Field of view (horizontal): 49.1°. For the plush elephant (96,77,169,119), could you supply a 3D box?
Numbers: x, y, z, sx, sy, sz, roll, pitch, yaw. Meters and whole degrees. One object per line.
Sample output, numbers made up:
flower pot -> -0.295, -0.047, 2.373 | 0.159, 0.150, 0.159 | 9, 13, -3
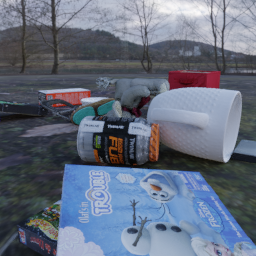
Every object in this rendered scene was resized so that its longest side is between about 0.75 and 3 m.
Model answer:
plush elephant -> 0.113, -0.663, 9.859 | 2.632, 2.038, 2.168 | 4, 1, -5

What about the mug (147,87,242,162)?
mug -> 1.720, -0.236, 8.056 | 2.412, 2.031, 2.751 | 11, 3, 30

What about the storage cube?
storage cube -> 3.488, -1.916, 14.939 | 2.108, 2.217, 2.466 | 10, 18, 34

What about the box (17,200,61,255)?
box -> -0.697, 1.676, 4.505 | 1.780, 0.336, 1.216 | 9, 17, 31

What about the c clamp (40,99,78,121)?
c clamp -> -3.369, -0.971, 14.467 | 2.110, 0.335, 2.470 | 23, 18, 9

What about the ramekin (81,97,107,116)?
ramekin -> -1.620, -1.102, 14.621 | 1.609, 0.784, 1.609 | 0, 15, 0

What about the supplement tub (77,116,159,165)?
supplement tub -> -0.223, 0.345, 7.797 | 2.130, 1.305, 1.305 | 2, 14, 11

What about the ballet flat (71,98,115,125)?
ballet flat -> -1.582, -0.773, 12.067 | 2.446, 0.829, 0.885 | -28, 34, -35

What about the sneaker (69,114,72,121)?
sneaker -> -2.362, -0.406, 12.841 | 0.538, 0.506, 1.314 | -34, 25, -16

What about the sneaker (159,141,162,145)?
sneaker -> 0.662, 0.404, 9.392 | 1.420, 0.472, 0.643 | -11, 12, -41

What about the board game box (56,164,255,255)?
board game box -> 0.299, 1.390, 3.941 | 2.502, 0.545, 2.515 | 4, 21, -12

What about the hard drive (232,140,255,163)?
hard drive -> 3.851, 0.714, 8.513 | 1.038, 0.244, 1.487 | 8, 16, 30

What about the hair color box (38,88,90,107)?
hair color box -> -4.004, -1.953, 17.756 | 2.934, 0.898, 1.489 | -9, 17, -34

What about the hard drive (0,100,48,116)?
hard drive -> -5.562, -1.015, 13.855 | 1.838, 0.498, 2.631 | 14, 6, 43
